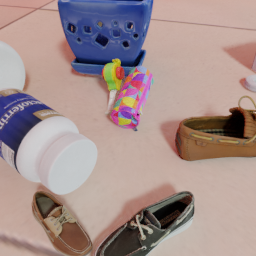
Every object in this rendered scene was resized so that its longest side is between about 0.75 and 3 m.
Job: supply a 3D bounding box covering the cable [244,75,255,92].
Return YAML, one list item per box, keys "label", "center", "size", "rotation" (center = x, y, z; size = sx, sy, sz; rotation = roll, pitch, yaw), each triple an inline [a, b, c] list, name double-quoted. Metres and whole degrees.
- label: "cable"
  center: [3.964, -1.346, 8.532]
  size: [0.791, 0.274, 0.790]
  rotation: [5, 40, 6]

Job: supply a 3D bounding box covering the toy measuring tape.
- label: "toy measuring tape"
  center: [-0.471, -1.211, 7.591]
  size: [0.618, 0.618, 1.681]
  rotation: [8, 68, 9]

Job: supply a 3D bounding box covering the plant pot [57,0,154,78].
- label: "plant pot"
  center: [-0.546, -2.935, 8.754]
  size: [2.470, 2.221, 2.470]
  rotation: [6, 32, 7]

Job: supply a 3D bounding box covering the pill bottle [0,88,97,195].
- label: "pill bottle"
  center: [-1.895, 0.225, 5.756]
  size: [2.467, 1.428, 1.428]
  rotation: [29, 48, 30]

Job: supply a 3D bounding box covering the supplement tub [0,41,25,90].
- label: "supplement tub"
  center: [-4.389, -1.692, 7.582]
  size: [2.754, 2.002, 2.002]
  rotation: [27, 47, 27]

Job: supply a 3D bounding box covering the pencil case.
- label: "pencil case"
  center: [0.168, -0.793, 7.229]
  size: [0.807, 0.807, 1.827]
  rotation: [9, 52, 11]

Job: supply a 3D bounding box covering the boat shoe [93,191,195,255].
- label: "boat shoe"
  center: [0.286, 1.652, 4.635]
  size: [2.023, 0.644, 0.715]
  rotation: [-25, 46, -27]

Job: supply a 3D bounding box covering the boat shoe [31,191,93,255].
- label: "boat shoe"
  center: [-1.195, 1.608, 4.774]
  size: [1.489, 0.534, 0.564]
  rotation: [29, 48, 30]

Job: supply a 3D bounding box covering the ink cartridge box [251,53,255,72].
- label: "ink cartridge box"
  center: [5.406, -2.385, 8.744]
  size: [2.196, 1.588, 1.617]
  rotation: [-16, 42, -18]

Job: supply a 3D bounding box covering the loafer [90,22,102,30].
- label: "loafer"
  center: [-1.167, -4.508, 11.751]
  size: [1.125, 1.015, 2.973]
  rotation: [-4, 40, -5]

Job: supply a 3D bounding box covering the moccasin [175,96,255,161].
- label: "moccasin"
  center: [2.499, -0.012, 6.256]
  size: [2.920, 1.127, 1.068]
  rotation: [-3, 40, -3]
